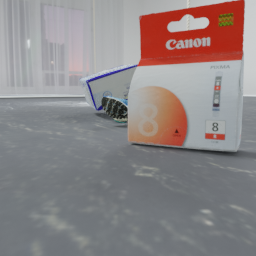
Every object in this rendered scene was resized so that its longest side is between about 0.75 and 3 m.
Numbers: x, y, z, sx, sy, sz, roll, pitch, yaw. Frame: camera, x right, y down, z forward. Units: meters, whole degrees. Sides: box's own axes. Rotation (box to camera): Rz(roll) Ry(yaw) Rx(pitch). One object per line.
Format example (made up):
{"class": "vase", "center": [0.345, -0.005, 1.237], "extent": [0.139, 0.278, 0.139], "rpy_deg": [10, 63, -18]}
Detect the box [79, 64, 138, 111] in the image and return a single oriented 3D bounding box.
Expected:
{"class": "box", "center": [-0.756, -1.939, 12.869], "extent": [2.414, 1.377, 2.625], "rpy_deg": [-21, 17, -13]}

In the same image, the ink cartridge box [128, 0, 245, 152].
{"class": "ink cartridge box", "center": [1.138, -1.040, 5.768], "extent": [2.338, 2.883, 0.723], "rpy_deg": [3, 10, 29]}

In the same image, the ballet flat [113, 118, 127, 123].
{"class": "ballet flat", "center": [-0.347, -0.514, 10.571], "extent": [0.497, 0.460, 1.474], "rpy_deg": [4, 8, -12]}

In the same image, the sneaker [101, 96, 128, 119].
{"class": "sneaker", "center": [-0.119, -0.678, 9.536], "extent": [1.702, 0.667, 0.766], "rpy_deg": [21, 30, -18]}
